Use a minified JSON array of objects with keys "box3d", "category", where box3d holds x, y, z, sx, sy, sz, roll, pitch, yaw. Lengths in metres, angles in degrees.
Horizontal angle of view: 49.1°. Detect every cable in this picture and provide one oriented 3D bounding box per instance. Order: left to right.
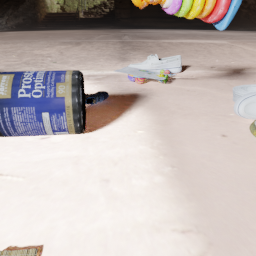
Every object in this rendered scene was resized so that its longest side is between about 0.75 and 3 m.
[{"box3d":[4.429,-1.116,9.703,1.546,0.535,1.547,-16,28,-30],"category":"cable"}]

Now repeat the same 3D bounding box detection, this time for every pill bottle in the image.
[{"box3d":[-2.580,-0.599,7.052,2.953,1.652,1.652,-2,23,-6],"category":"pill bottle"}]

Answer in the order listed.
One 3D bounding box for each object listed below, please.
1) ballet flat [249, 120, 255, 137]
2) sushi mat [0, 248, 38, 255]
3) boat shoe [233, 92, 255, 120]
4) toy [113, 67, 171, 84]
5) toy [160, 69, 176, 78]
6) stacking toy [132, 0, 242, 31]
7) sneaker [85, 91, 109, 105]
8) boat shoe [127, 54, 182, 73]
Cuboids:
[{"box3d":[3.420,0.065,6.715,0.740,0.740,2.094,4,23,10],"category":"ballet flat"},{"box3d":[-1.428,1.892,3.272,0.558,0.071,1.167,-2,23,-7],"category":"sushi mat"},{"box3d":[4.263,-0.578,8.047,2.310,0.850,0.755,-3,20,-5],"category":"boat shoe"},{"box3d":[0.636,-2.223,12.285,2.272,0.536,1.308,11,23,21],"category":"toy"},{"box3d":[1.779,-2.664,13.574,0.787,0.323,1.367,13,26,26],"category":"toy"},{"box3d":[1.141,-2.835,5.957,2.310,1.340,1.268,-12,56,-17],"category":"stacking toy"},{"box3d":[-1.116,-1.007,9.686,1.027,0.380,0.423,-15,32,-20],"category":"sneaker"},{"box3d":[1.318,-3.266,14.156,2.839,0.928,1.044,-5,23,-9],"category":"boat shoe"}]
